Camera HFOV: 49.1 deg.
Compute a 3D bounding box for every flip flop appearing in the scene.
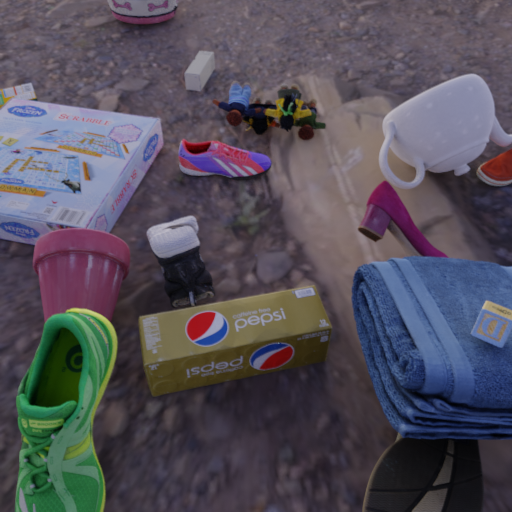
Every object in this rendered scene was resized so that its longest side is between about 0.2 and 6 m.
[{"bbox_3d":[1.965,2.405,6.522,1.161,0.824,2.862,17,34,14],"label":"flip flop"}]

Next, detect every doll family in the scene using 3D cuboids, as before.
[{"bbox_3d":[0.278,-2.939,11.442,2.281,0.895,1.318,1,51,8],"label":"doll family"}]

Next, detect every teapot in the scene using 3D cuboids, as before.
[{"bbox_3d":[3.407,-2.176,10.206,2.114,1.544,2.086,-23,-1,27],"label":"teapot"}]

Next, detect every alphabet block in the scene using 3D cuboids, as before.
[{"bbox_3d":[2.508,0.716,5.904,0.337,0.336,0.344,26,21,22],"label":"alphabet block"}]

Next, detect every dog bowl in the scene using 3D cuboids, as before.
[{"bbox_3d":[-3.019,-6.851,14.985,2.029,0.748,2.029,1,40,-1],"label":"dog bowl"}]

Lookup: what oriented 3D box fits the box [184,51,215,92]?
[{"bbox_3d":[-1.288,-4.264,12.901,0.371,0.446,1.086,11,47,11],"label":"box"}]

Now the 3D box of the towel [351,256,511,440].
[{"bbox_3d":[3.838,1.111,7.027,4.993,1.212,2.788,2,31,-4],"label":"towel"}]

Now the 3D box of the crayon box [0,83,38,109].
[{"bbox_3d":[-5.346,-3.355,12.154,1.110,0.286,0.698,-18,49,-17],"label":"crayon box"}]

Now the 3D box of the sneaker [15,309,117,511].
[{"bbox_3d":[-2.268,1.972,6.193,1.059,1.195,2.859,-2,74,9],"label":"sneaker"}]

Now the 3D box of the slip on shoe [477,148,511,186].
[{"bbox_3d":[4.875,-1.805,10.550,1.740,0.532,0.644,-22,53,-18],"label":"slip on shoe"}]

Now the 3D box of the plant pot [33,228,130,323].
[{"bbox_3d":[-2.508,0.438,8.020,1.347,1.347,1.205,-3,64,-3],"label":"plant pot"}]

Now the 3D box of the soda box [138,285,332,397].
[{"bbox_3d":[-0.286,1.139,7.590,2.471,0.837,0.791,-9,48,-9],"label":"soda box"}]

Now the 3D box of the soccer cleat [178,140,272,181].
[{"bbox_3d":[-0.584,-1.839,10.497,1.755,0.642,0.598,3,47,3],"label":"soccer cleat"}]

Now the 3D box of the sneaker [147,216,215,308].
[{"bbox_3d":[-1.156,0.107,8.605,0.798,1.203,2.115,-16,13,-5],"label":"sneaker"}]

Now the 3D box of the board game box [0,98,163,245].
[{"bbox_3d":[-3.788,-1.592,10.240,3.248,0.668,3.240,11,48,10],"label":"board game box"}]

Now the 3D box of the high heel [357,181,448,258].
[{"bbox_3d":[2.518,-0.356,8.595,1.900,0.641,0.913,31,77,-12],"label":"high heel"}]
